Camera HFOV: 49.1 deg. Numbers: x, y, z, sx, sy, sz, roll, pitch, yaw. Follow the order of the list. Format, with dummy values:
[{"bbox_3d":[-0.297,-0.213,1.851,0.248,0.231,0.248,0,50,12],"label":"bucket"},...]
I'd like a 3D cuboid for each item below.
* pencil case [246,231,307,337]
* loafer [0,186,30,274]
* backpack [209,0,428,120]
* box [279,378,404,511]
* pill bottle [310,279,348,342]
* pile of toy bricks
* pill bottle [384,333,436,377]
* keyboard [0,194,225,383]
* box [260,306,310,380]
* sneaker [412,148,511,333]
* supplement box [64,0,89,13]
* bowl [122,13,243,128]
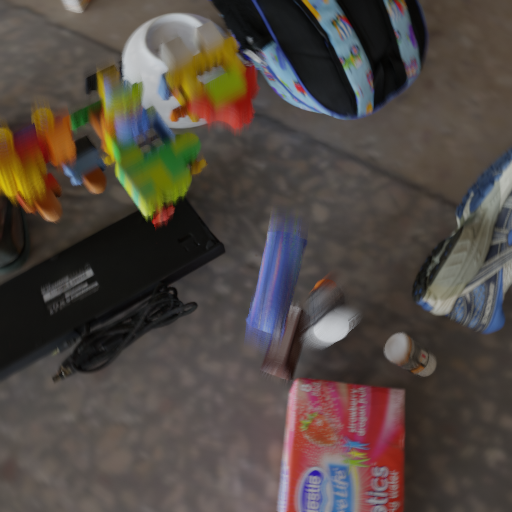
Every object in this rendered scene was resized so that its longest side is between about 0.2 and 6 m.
[{"bbox_3d":[0.262,0.344,7.337,0.539,0.600,1.381,9,78,26],"label":"pencil case"},{"bbox_3d":[-4.446,-1.207,9.087,1.097,0.960,3.053,-23,70,-9],"label":"loafer"},{"bbox_3d":[1.121,-3.998,9.450,3.088,2.275,3.382,-39,108,-18],"label":"backpack"},{"bbox_3d":[1.031,3.130,7.159,1.427,1.367,2.863,6,69,3],"label":"box"},{"bbox_3d":[0.975,0.705,7.575,0.465,0.465,0.875,2,38,1],"label":"pill bottle"},{"bbox_3d":[-1.712,-1.443,8.199,3.940,2.186,1.945,-35,89,-20],"label":"pile of toy bricks"},{"bbox_3d":[2.261,1.462,8.174,0.740,0.431,0.431,33,68,-27],"label":"pill bottle"},{"bbox_3d":[-2.610,0.876,8.562,4.591,0.910,2.389,-30,49,-10],"label":"keyboard"},{"bbox_3d":[0.437,1.252,8.097,0.371,0.495,0.989,10,74,26],"label":"box"},{"bbox_3d":[3.917,-0.367,8.728,1.537,1.390,3.608,35,80,2],"label":"sneaker"},{"bbox_3d":[-3.488,-5.188,10.712,0.313,0.852,0.537,19,71,10],"label":"supplement box"},{"bbox_3d":[-1.375,-3.524,9.968,2.317,1.041,2.317,0,68,0],"label":"bowl"}]
